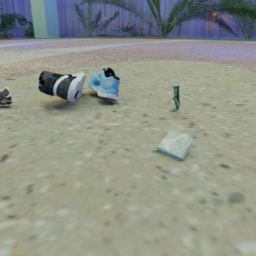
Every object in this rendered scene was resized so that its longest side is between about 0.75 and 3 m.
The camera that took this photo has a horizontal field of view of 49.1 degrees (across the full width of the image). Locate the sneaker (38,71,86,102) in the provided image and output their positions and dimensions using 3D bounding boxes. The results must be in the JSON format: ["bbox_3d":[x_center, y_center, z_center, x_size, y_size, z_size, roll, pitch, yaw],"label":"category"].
[{"bbox_3d":[-2.694,-1.879,11.370,1.644,1.074,2.939,15,12,-5],"label":"sneaker"}]

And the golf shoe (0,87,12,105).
[{"bbox_3d":[-5.324,-1.219,10.888,1.598,0.704,0.617,-3,2,-3],"label":"golf shoe"}]

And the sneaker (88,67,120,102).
[{"bbox_3d":[-0.896,-2.009,12.008,1.035,1.188,2.641,14,15,-30],"label":"sneaker"}]

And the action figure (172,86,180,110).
[{"bbox_3d":[1.676,-1.032,9.703,0.229,0.836,0.494,-9,7,-8],"label":"action figure"}]

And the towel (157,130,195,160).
[{"bbox_3d":[1.234,0.440,7.232,0.790,0.190,0.676,25,62,37],"label":"towel"}]
